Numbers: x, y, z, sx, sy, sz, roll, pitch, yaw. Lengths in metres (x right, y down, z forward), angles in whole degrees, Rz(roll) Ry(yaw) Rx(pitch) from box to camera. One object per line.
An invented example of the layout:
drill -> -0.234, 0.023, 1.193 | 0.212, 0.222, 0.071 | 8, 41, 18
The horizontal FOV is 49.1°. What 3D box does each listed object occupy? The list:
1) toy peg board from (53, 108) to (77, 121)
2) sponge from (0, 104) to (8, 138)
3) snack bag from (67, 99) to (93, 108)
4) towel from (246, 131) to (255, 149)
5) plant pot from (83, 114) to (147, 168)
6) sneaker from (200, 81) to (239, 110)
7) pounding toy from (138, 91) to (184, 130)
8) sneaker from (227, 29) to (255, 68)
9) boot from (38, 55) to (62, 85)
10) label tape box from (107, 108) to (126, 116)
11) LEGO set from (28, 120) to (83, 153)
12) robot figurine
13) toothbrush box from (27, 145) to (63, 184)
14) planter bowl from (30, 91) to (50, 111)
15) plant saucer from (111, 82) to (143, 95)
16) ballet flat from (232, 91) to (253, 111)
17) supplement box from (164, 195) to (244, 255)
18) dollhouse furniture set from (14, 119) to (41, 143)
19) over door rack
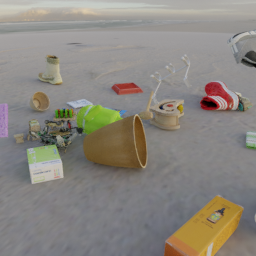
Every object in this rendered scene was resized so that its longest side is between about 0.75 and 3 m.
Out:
toy peg board -> -2.812, -0.705, 12.491 | 0.923, 0.451, 0.919 | -1, 25, -3
sponge -> -3.697, -0.202, 7.948 | 0.538, 0.965, 0.144 | -4, -8, -1
snack bag -> -2.400, -1.194, 13.978 | 1.041, 0.111, 0.981 | -16, 28, -32
towel -> 4.820, 0.491, 10.258 | 0.943, 0.194, 1.264 | 8, 28, 21
plant pot -> -0.428, 0.530, 8.751 | 1.761, 1.641, 1.641 | -10, 22, 15
sneaker -> 4.127, -1.664, 13.924 | 1.557, 1.056, 2.695 | -5, 24, -13
pounding toy -> 1.640, -0.834, 11.611 | 1.399, 1.403, 2.446 | 12, 27, 34
sneaker -> 2.997, -1.771, 6.208 | 1.485, 0.857, 0.557 | -17, 0, -1
boot -> -4.973, -3.753, 17.654 | 2.206, 1.706, 0.795 | 21, 32, 38
label tape box -> -0.686, -0.557, 12.277 | 1.116, 0.353, 0.805 | 10, 26, 21
LEGO set -> -2.519, 0.308, 10.245 | 1.808, 0.789, 2.784 | 4, 12, 3
robot figurine -> -1.047, -0.210, 10.419 | 1.955, 1.131, 1.715 | 15, -8, 16
toothbrush box -> -2.536, 1.061, 8.502 | 0.910, 0.538, 1.250 | -9, 25, -21
planter bowl -> -4.249, -1.204, 13.227 | 0.616, 0.915, 0.915 | -15, 11, 39
plant saucer -> -0.063, -2.323, 16.261 | 1.524, 0.280, 1.527 | -8, 25, -17
ballet flat -> 5.408, -1.384, 13.713 | 0.707, 0.637, 1.878 | -19, 32, -6
supplement box -> 1.619, 2.208, 5.847 | 2.031, 0.699, 0.676 | -24, 34, -39
dollhouse furniture set -> -3.905, 0.015, 10.716 | 0.967, 0.608, 1.093 | -11, 27, -23
over door rack -> 1.517, -1.853, 10.063 | 1.427, 0.643, 1.931 | -27, 29, 29
